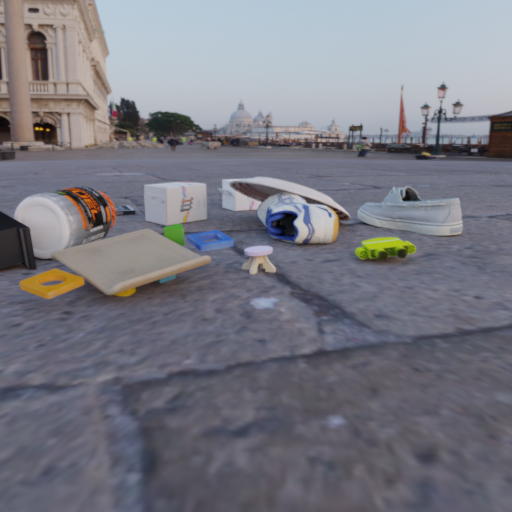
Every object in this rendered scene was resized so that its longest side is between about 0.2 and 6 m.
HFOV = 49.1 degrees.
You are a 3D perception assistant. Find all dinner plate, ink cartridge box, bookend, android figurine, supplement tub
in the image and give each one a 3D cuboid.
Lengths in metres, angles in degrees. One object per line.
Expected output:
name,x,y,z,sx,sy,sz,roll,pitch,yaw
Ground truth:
dinner plate,0.833,-1.414,13.439,3.015,0.365,3.015,15,-1,0
ink cartridge box,-2.037,-1.344,14.121,0.949,0.945,1.306,13,18,43
bookend,-4.725,-0.121,9.035,1.643,0.757,1.633,21,31,40
android figurine,2.249,-0.126,9.849,1.009,0.228,1.108,-8,11,-2
ink cartridge box,-0.374,-1.807,16.479,1.360,0.852,0.874,-7,14,-29
supplement tub,-3.505,-0.673,10.542,1.181,1.181,1.927,3,14,13

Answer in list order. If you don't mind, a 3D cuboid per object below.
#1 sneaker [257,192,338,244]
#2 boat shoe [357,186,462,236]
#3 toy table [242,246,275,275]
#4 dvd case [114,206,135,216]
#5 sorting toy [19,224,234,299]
sneaker,0.576,-0.826,11.808,1.112,0.949,2.522,-7,14,-31
boat shoe,3.545,-1.128,13.044,0.974,0.994,2.792,-9,15,-37
toy table,0.033,0.065,9.079,0.583,0.371,0.634,9,14,35
dvd case,-4.092,-1.224,15.448,1.338,0.166,1.006,-6,14,-22
sorting toy,-1.840,0.138,8.167,3.211,0.437,1.808,-18,28,-41
